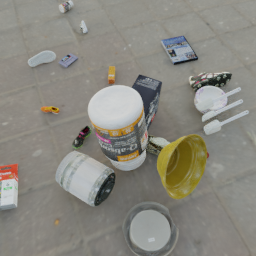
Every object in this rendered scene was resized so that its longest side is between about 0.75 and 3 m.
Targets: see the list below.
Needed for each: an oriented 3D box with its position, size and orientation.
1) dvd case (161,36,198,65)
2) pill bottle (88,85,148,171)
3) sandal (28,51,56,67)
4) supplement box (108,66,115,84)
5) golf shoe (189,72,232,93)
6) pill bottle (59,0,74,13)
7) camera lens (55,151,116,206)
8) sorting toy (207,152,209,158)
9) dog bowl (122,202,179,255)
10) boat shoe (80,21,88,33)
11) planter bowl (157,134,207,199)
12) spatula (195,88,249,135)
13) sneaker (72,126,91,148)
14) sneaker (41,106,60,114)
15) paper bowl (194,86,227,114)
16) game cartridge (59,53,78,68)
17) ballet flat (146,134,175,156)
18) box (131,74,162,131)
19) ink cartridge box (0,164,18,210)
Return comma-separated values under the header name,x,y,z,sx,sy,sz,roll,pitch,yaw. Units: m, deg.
name,x,y,z,sx,sy,sz,roll,pitch,yaw
dvd case,2.592,-3.968,14.204,1.302,0.160,1.825,-14,57,-10
pill bottle,-0.205,0.130,9.376,1.693,2.910,1.693,-5,51,7
sandal,-4.220,-3.410,13.693,1.375,0.560,0.338,-21,18,-13
supplement box,-0.761,-2.489,13.111,0.304,0.294,0.884,0,56,-1
golf shoe,3.753,-2.273,12.713,1.967,0.759,0.867,-15,50,-10
pill bottle,-3.534,-6.987,16.084,0.456,0.456,0.783,37,63,22
camera lens,-1.401,1.728,9.563,1.728,1.382,1.382,26,60,17
sorting toy,2.561,0.830,10.873,1.179,0.409,0.406,16,34,8
dog bowl,0.708,3.317,9.010,1.777,0.521,1.777,0,56,0
boat shoe,-2.465,-5.438,15.142,0.368,0.319,0.864,-19,67,-8
planter bowl,1.533,1.099,8.816,0.866,2.079,2.079,19,53,45
spatula,3.847,-0.710,11.341,2.036,0.164,1.416,-24,96,-8
sneaker,-1.863,0.330,11.084,0.419,0.458,1.092,22,58,14
sneaker,-3.326,-0.821,11.961,0.831,0.321,0.303,5,57,6
paper bowl,3.480,-1.099,11.922,1.310,0.681,1.310,0,57,0
game cartridge,-2.933,-3.323,13.775,0.554,0.164,0.854,34,62,16
ballet flat,1.569,0.839,10.502,2.241,0.844,0.760,23,57,15
box,0.490,-0.745,10.946,0.993,1.907,1.737,22,59,13
ink cartridge box,-4.440,2.014,9.942,0.937,0.433,1.720,-8,57,-6
